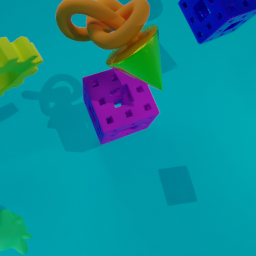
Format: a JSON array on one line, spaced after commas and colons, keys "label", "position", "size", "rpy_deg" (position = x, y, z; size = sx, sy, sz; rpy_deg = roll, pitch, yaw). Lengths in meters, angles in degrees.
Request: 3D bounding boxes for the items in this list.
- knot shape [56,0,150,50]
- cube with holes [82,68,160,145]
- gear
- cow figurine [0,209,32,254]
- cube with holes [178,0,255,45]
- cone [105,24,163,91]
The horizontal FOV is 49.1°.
[{"label": "knot shape", "position": [-0.482, -1.936, 5.098], "size": [1.624, 1.736, 0.802], "rpy_deg": [0, 115, -4]}, {"label": "cube with holes", "position": [-0.234, -0.537, 6.621], "size": [1.301, 1.301, 1.301], "rpy_deg": [-20, 79, -13]}, {"label": "gear", "position": [-2.578, -0.907, 5.083], "size": [2.066, 2.066, 0.382], "rpy_deg": [-32, 96, -10]}, {"label": "cow figurine", "position": [-2.513, 2.021, 4.564], "size": [1.589, 1.615, 0.886], "rpy_deg": [-16, 104, 19]}, {"label": "cube with holes", "position": [2.148, -2.885, 6.510], "size": [1.184, 1.184, 1.184], "rpy_deg": [-26, 88, -20]}, {"label": "cone", "position": [0.334, -1.017, 4.811], "size": [1.033, 1.033, 1.037], "rpy_deg": [-48, 119, -14]}]
